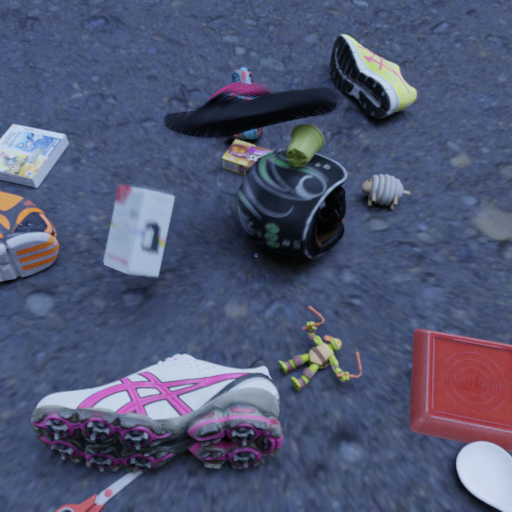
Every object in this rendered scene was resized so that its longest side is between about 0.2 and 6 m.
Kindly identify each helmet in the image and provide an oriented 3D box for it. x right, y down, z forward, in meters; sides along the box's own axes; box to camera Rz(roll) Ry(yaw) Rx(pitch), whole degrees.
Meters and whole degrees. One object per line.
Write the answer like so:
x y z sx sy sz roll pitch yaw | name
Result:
0.583 -0.964 9.791 1.840 1.930 1.930 29 58 30 | helmet

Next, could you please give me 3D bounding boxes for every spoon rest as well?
3.336 3.231 7.399 0.818 0.499 1.647 -21 56 -15 | spoon rest

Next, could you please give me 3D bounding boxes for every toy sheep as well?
2.479 -1.248 10.759 0.953 0.657 0.657 11 53 -6 | toy sheep

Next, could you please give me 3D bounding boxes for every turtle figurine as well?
0.903 1.533 8.723 1.079 0.431 1.338 -31 71 -11 | turtle figurine

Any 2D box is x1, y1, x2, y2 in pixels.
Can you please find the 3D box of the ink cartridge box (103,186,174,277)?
-1.818 -0.385 8.605 0.523 1.264 0.921 10 3 -41 | ink cartridge box

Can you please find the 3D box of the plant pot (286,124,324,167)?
0.733 -1.715 8.925 0.569 0.569 0.523 19 54 14 | plant pot

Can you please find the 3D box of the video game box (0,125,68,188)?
-4.779 -2.084 11.558 1.263 0.324 1.386 11 53 11 | video game box

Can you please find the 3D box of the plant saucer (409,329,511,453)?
3.279 1.941 8.491 1.772 0.326 1.775 10 53 7 | plant saucer

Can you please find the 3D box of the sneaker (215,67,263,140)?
-0.486 -3.354 12.194 1.023 0.850 2.143 -9 49 0 | sneaker

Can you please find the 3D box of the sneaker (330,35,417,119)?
2.647 -4.114 12.786 1.202 1.040 2.662 -15 58 -23 | sneaker

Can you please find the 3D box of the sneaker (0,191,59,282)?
-5.074 -0.179 9.744 2.957 1.147 1.657 -16 50 -24 | sneaker

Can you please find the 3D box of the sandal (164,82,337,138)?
-0.111 -2.389 8.844 2.718 1.021 0.613 -9 86 9 | sandal

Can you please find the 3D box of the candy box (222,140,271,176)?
-0.060 -1.926 11.433 1.119 0.316 0.653 20 55 17 | candy box

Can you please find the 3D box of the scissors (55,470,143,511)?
-2.138 3.259 7.600 0.675 0.129 1.846 30 59 22 | scissors

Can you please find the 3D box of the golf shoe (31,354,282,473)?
-1.348 2.137 7.908 3.360 1.220 1.547 2 38 -6 | golf shoe
